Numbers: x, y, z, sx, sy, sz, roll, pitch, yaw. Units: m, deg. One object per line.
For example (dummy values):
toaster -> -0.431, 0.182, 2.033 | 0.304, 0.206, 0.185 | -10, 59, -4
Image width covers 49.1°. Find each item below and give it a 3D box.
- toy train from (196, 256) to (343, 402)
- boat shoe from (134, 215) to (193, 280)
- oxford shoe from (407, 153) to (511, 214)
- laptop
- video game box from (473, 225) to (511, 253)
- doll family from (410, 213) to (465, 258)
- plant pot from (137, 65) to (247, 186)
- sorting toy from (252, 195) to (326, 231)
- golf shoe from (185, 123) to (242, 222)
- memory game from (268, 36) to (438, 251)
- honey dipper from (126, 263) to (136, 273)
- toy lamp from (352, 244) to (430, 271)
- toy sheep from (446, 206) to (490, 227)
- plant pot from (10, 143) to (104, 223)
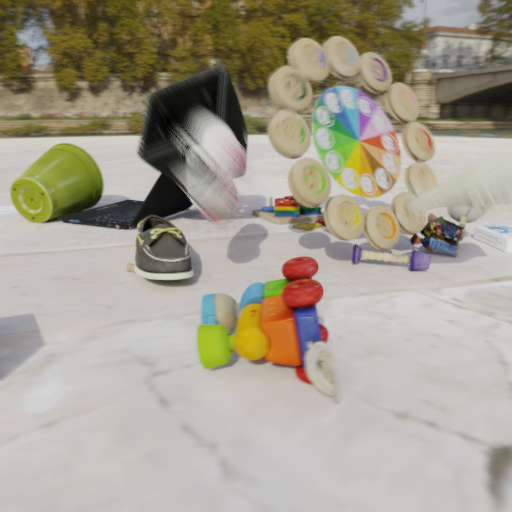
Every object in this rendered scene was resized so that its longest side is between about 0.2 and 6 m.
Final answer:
toy train -> 0.033, 0.857, 5.654 | 1.429, 1.046, 2.470 | -9, 15, 6
boat shoe -> -1.596, -0.165, 9.318 | 0.897, 0.757, 2.515 | 1, 11, -19
oxford shoe -> 2.993, -0.893, 7.218 | 2.072, 0.598, 0.779 | -20, -1, 10
laptop -> -2.681, -1.698, 13.563 | 3.158, 1.631, 2.799 | 8, 16, 23
video game box -> 5.264, -0.360, 11.212 | 1.308, 0.306, 1.192 | -3, 18, -9
doll family -> 3.495, -0.413, 10.801 | 0.892, 0.605, 1.543 | 22, 17, 13
plant pot -> -1.096, -2.407, 11.347 | 1.814, 1.818, 1.613 | -14, -35, 22
sorting toy -> 0.858, -1.161, 13.758 | 1.414, 0.496, 2.934 | -8, 17, -25
golf shoe -> -0.640, -1.413, 8.083 | 0.671, 0.851, 1.849 | -18, 46, 17
memory game -> 1.813, -1.987, 9.627 | 3.901, 3.901, 0.248 | -11, -7, -36
honey dipper -> -1.779, 0.253, 9.301 | 0.814, 0.155, 0.155 | 10, 18, 19
toy lamp -> 2.295, 0.036, 9.539 | 1.277, 0.372, 0.372 | 7, 17, 17
toy sheep -> 4.039, -1.072, 10.654 | 0.912, 0.912, 1.322 | 9, 50, 30
plant pot -> -4.974, -1.643, 13.659 | 1.792, 1.792, 1.726 | 5, 28, 19
